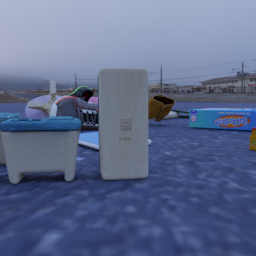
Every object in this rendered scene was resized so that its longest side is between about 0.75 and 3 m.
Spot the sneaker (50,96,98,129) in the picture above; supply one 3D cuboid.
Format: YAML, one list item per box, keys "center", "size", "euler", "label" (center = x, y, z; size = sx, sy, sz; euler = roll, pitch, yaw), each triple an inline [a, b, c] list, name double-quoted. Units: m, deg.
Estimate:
- center: [-1.196, -0.404, 8.368]
  size: [1.086, 1.022, 2.652]
  euler: [10, 11, 25]
  label: "sneaker"

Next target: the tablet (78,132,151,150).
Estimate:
- center: [-0.551, 0.258, 6.045]
  size: [1.237, 0.130, 1.901]
  euler: [-5, 7, -36]
  label: "tablet"

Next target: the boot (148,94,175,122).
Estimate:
- center: [0.615, -0.674, 9.544]
  size: [1.781, 0.627, 1.275]
  euler: [-1, -30, -14]
  label: "boot"

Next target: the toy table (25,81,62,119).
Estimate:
- center: [-2.436, -0.636, 9.033]
  size: [1.654, 1.521, 0.969]
  euler: [-14, -6, -20]
  label: "toy table"

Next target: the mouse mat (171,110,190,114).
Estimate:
- center: [2.802, -0.785, 13.943]
  size: [1.848, 0.086, 2.297]
  euler: [10, 3, 10]
  label: "mouse mat"

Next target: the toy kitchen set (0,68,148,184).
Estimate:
- center: [-0.998, -0.116, 3.982]
  size: [2.243, 1.322, 1.797]
  euler: [-1, 6, -10]
  label: "toy kitchen set"

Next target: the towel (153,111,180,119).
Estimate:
- center: [1.159, -0.680, 13.332]
  size: [2.279, 0.393, 1.510]
  euler: [5, 9, 35]
  label: "towel"

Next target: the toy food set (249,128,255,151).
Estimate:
- center: [2.725, 0.220, 5.061]
  size: [0.928, 0.418, 0.443]
  euler: [5, 8, 37]
  label: "toy food set"

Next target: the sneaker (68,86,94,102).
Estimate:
- center: [-2.111, -1.042, 11.343]
  size: [0.780, 0.715, 1.863]
  euler: [15, 57, 41]
  label: "sneaker"

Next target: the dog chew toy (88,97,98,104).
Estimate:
- center: [-1.941, -1.362, 16.573]
  size: [1.725, 1.074, 1.074]
  euler: [-5, 8, -24]
  label: "dog chew toy"

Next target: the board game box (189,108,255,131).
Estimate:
- center: [3.609, -0.315, 8.991]
  size: [2.696, 0.606, 2.050]
  euler: [4, 8, 34]
  label: "board game box"
